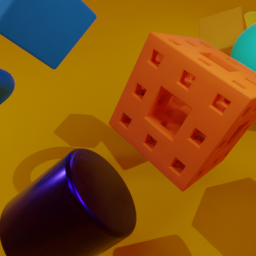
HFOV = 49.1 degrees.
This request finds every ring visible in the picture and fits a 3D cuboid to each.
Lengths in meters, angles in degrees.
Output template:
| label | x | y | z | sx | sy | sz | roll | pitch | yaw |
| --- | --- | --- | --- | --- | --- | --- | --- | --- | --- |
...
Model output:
| label | x | y | z | sx | sy | sz | roll | pitch | yaw |
| --- | --- | --- | --- | --- | --- | --- | --- | --- | --- |
| ring | -3.104 | -0.547 | 5.351 | 1.928 | 1.928 | 0.386 | -30 | 90 | -21 |

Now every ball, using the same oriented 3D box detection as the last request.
| label | x | y | z | sx | sy | sz | roll | pitch | yaw |
| --- | --- | --- | --- | --- | --- | --- | --- | --- | --- |
| ball | 2.434 | -1.205 | 4.820 | 1.272 | 1.272 | 1.272 | 0 | 52 | 0 |

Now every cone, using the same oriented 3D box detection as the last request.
| label | x | y | z | sx | sy | sz | roll | pitch | yaw |
| --- | --- | --- | --- | --- | --- | --- | --- | --- | --- |
| cone | 3.281 | -2.366 | 6.941 | 0.851 | 0.851 | 0.855 | -19 | 36 | -14 |

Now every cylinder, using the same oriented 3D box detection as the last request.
| label | x | y | z | sx | sy | sz | roll | pitch | yaw |
| --- | --- | --- | --- | --- | --- | --- | --- | --- | --- |
| cylinder | -0.774 | 1.150 | 3.776 | 1.302 | 1.302 | 1.302 | -38 | 53 | 16 |

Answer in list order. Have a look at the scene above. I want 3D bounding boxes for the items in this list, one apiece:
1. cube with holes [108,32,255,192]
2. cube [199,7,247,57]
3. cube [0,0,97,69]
| label | x | y | z | sx | sy | sz | roll | pitch | yaw |
| --- | --- | --- | --- | --- | --- | --- | --- | --- | --- |
| cube with holes | 0.874 | -0.298 | 3.823 | 1.374 | 1.374 | 1.374 | 42 | 33 | 24 |
| cube | 2.280 | -2.026 | 6.608 | 0.970 | 0.970 | 0.970 | -7 | 69 | 29 |
| cube | -1.622 | -2.125 | 5.130 | 1.282 | 1.282 | 1.282 | -49 | 47 | 9 |
